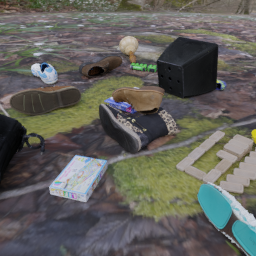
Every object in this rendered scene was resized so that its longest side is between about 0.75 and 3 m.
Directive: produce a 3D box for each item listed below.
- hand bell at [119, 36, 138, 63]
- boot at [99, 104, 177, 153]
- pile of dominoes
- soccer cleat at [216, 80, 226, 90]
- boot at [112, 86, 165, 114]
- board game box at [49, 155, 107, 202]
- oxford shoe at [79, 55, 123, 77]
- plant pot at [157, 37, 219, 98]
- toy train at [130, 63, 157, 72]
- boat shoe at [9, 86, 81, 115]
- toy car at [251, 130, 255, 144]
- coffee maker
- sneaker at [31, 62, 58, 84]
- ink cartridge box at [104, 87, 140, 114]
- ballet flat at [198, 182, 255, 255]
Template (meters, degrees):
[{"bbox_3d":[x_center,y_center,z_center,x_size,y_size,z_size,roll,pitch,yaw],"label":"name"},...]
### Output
[{"bbox_3d":[0.224,-5.033,18.887,1.373,1.373,2.638,-4,40,-6],"label":"hand bell"},{"bbox_3d":[0.281,-0.239,9.889,1.956,0.951,2.598,-18,37,-28],"label":"boot"},{"bbox_3d":[2.976,1.043,8.395,2.523,0.402,1.967,-32,42,-32],"label":"pile of dominoes"},{"bbox_3d":[4.205,-2.268,14.162,1.510,0.488,0.632,24,41,37],"label":"soccer cleat"},{"bbox_3d":[0.212,-0.958,9.883,2.251,0.849,0.829,4,-10,43],"label":"boot"},{"bbox_3d":[-1.307,1.335,7.709,1.025,0.261,1.525,9,30,15],"label":"board game box"},{"bbox_3d":[-1.339,-3.395,15.887,2.643,0.960,1.116,-26,42,-22],"label":"oxford shoe"},{"bbox_3d":[2.690,-2.728,13.373,2.078,2.337,2.343,-34,42,-29],"label":"plant pot"},{"bbox_3d":[0.916,-3.613,16.822,1.711,0.357,0.483,10,40,19],"label":"toy train"},{"bbox_3d":[-3.484,-1.221,11.817,2.895,1.042,0.984,-8,21,-27],"label":"boat shoe"},{"bbox_3d":[5.596,0.601,8.723,2.571,0.609,2.733,-17,33,-29],"label":"toy car"},{"bbox_3d":[-3.623,0.712,7.423,2.356,1.652,2.453,-3,29,-6],"label":"coffee maker"},{"bbox_3d":[-4.611,-3.200,15.363,0.996,1.004,2.771,-19,32,-29],"label":"sneaker"},{"bbox_3d":[0.160,-1.196,12.208,1.313,0.462,2.200,20,31,33],"label":"ink cartridge box"},{"bbox_3d":[2.398,2.073,6.070,0.809,0.809,2.255,-11,33,-20],"label":"ballet flat"}]
